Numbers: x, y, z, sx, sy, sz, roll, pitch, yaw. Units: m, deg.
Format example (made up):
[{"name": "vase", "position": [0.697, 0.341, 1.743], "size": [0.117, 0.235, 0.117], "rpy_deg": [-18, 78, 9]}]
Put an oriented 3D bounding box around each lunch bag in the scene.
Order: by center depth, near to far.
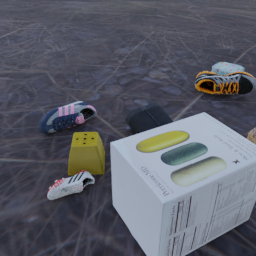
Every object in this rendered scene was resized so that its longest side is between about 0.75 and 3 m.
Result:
[{"name": "lunch bag", "position": [4.172, -2.377, 11.845], "size": [1.223, 0.471, 0.981], "rpy_deg": [24, 43, 33]}]

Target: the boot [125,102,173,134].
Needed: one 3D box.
[{"name": "boot", "position": [0.387, 0.219, 7.540], "size": [2.044, 0.814, 2.480], "rpy_deg": [-10, 34, -13]}]

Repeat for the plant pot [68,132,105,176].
[{"name": "plant pot", "position": [-1.040, 0.585, 7.010], "size": [0.893, 0.788, 0.893], "rpy_deg": [-1, 33, -3]}]

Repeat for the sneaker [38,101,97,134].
[{"name": "sneaker", "position": [-1.780, -0.304, 8.482], "size": [0.778, 0.665, 1.896], "rpy_deg": [22, 40, 34]}]

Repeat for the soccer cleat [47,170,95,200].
[{"name": "soccer cleat", "position": [-1.262, 1.309, 6.287], "size": [1.118, 0.384, 0.476], "rpy_deg": [-23, 35, -39]}]

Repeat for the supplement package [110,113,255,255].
[{"name": "supplement package", "position": [1.071, 1.056, 5.409], "size": [2.294, 1.728, 1.741], "rpy_deg": [-17, 37, -24]}]

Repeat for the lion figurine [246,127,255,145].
[{"name": "lion figurine", "position": [4.327, 0.313, 7.174], "size": [2.262, 0.820, 1.385], "rpy_deg": [6, 13, 37]}]

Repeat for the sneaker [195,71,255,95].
[{"name": "sneaker", "position": [3.538, -1.550, 10.305], "size": [2.255, 0.882, 0.871], "rpy_deg": [7, 34, 29]}]
